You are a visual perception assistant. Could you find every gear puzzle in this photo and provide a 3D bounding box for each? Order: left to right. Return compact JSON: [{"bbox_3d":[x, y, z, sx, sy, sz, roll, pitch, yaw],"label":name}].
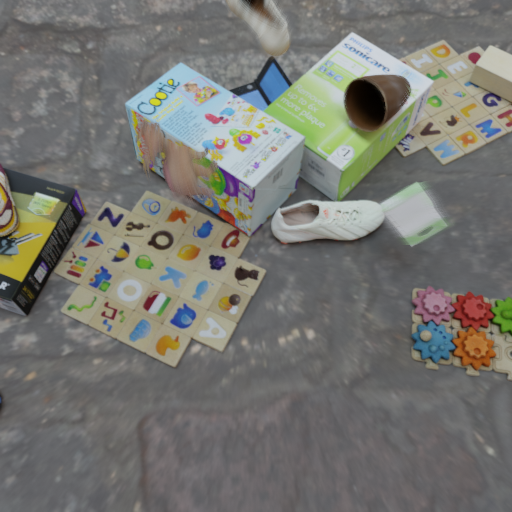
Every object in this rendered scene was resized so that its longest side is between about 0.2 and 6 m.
[{"bbox_3d":[3.894,1.255,9.024,2.739,0.359,1.419,8,62,4],"label":"gear puzzle"}]

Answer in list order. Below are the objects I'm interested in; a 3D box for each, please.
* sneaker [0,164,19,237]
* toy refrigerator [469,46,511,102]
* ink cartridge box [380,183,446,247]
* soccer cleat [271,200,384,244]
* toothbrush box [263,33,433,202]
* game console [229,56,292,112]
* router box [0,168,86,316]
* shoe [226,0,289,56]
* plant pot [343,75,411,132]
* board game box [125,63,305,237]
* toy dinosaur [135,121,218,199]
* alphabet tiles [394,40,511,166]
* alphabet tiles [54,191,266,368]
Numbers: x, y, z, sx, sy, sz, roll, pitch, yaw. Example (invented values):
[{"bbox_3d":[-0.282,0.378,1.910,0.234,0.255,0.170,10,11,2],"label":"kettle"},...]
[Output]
[{"bbox_3d":[-4.498,-1.250,9.203,0.719,0.864,1.917,-30,66,-15],"label":"sneaker"},{"bbox_3d":[5.265,-3.538,11.374,1.638,0.573,0.622,33,73,16],"label":"toy refrigerator"},{"bbox_3d":[2.465,-0.636,8.755,0.659,0.905,0.217,-33,35,23],"label":"ink cartridge box"},{"bbox_3d":[1.292,-0.650,9.799,2.059,0.799,0.714,-9,62,-5],"label":"soccer cleat"},{"bbox_3d":[1.678,-2.641,10.606,1.944,1.149,2.669,40,71,19],"label":"toothbrush box"},{"bbox_3d":[0.100,-3.259,11.245,1.031,0.715,1.208,-22,63,-12],"label":"game console"},{"bbox_3d":[-4.785,-0.466,9.713,2.862,0.748,2.250,16,63,8],"label":"router box"},{"bbox_3d":[0.023,-4.230,9.518,0.662,0.505,1.892,-28,68,-10],"label":"shoe"},{"bbox_3d":[2.141,-2.698,9.479,0.969,0.905,0.905,-31,66,-30],"label":"plant pot"},{"bbox_3d":[-0.744,-1.919,10.060,2.823,1.454,1.481,35,63,17],"label":"board game box"},{"bbox_3d":[-1.222,-1.319,8.575,1.031,0.653,1.522,-7,53,-34],"label":"toy dinosaur"},{"bbox_3d":[3.869,-3.245,11.576,3.257,0.103,2.710,-27,65,-14],"label":"alphabet tiles"},{"bbox_3d":[-1.662,0.280,9.694,3.301,0.105,2.746,23,63,12],"label":"alphabet tiles"}]
